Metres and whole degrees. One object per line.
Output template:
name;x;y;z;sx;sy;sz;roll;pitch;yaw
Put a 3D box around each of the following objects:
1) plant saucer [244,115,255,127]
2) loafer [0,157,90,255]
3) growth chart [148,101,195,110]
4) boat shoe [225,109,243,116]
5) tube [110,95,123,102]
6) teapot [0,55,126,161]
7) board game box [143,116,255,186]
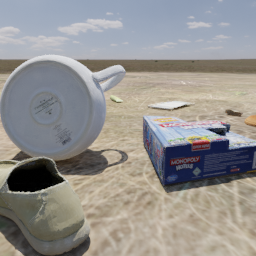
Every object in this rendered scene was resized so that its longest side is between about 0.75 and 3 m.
plant saucer;5.316;-0.273;10.880;1.458;0.273;1.458;-1;15;0
loafer;-1.616;0.933;4.601;2.874;0.981;1.087;13;19;42
growth chart;2.251;-1.221;14.785;1.646;0.202;2.275;12;19;42
boat shoe;4.752;-0.683;12.553;0.762;0.274;0.247;15;14;40
tube;-0.708;-1.711;16.611;0.337;0.302;1.162;-43;32;-9
teapot;-1.699;-0.536;7.347;2.775;2.739;2.027;13;5;8
board game box;1.615;0.307;7.264;2.911;0.898;2.909;-5;16;-18
